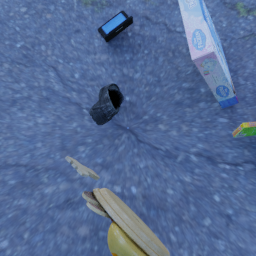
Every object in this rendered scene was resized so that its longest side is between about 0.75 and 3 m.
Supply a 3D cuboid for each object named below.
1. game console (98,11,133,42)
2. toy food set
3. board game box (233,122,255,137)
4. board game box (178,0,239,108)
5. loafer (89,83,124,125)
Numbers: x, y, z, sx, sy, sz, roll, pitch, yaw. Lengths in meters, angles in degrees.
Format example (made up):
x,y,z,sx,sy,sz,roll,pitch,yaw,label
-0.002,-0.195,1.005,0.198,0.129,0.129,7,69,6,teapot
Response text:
x,y,z,sx,sy,sz,roll,pitch,yaw,label
-0.406,-3.083,8.287,1.010,0.888,0.588,-36,94,5,game console
-0.055,1.856,5.032,2.961,2.044,0.594,43,82,16,toy food set
3.191,0.009,6.718,1.190,0.568,0.178,-3,65,-7,board game box
1.992,-2.015,6.941,0.507,2.325,2.337,-20,59,26,board game box
-0.382,-0.665,6.745,0.656,0.634,1.868,-27,20,20,loafer
